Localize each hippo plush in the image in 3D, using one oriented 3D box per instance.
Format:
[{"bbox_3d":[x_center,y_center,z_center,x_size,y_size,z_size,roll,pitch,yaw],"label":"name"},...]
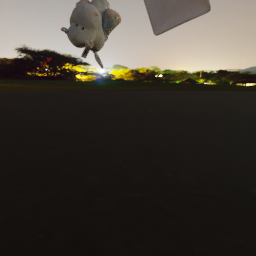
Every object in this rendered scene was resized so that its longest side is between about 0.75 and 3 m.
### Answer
[{"bbox_3d":[-1.192,-2.633,7.336,1.434,1.801,1.448,31,24,11],"label":"hippo plush"}]

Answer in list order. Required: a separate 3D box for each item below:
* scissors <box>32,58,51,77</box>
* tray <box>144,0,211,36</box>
[{"bbox_3d":[-3.107,-2.149,10.030,1.408,0.098,0.515,-14,38,57],"label":"scissors"},{"bbox_3d":[0.643,-2.686,4.675,1.064,1.981,0.220,-14,6,36],"label":"tray"}]
